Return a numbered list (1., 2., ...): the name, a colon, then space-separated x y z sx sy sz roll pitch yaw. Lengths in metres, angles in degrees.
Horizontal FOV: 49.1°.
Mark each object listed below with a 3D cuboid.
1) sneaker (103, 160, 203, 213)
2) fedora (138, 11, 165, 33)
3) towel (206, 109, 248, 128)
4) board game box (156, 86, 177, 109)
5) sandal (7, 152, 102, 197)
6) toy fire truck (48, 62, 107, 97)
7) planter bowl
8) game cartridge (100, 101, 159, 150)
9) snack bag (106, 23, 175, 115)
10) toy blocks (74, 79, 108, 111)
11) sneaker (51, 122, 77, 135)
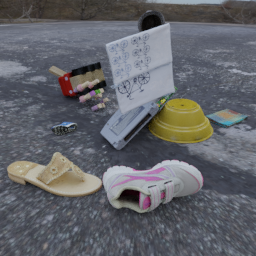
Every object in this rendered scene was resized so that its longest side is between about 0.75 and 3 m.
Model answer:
1. sneaker: 0.656 1.651 7.355 2.701 1.099 1.191 -8 28 4
2. fedora: 0.955 -4.479 11.872 1.145 1.295 0.585 -14 49 6
3. towel: 4.346 -0.470 12.387 1.630 0.177 1.196 -19 33 -33
4. board game box: 1.221 -0.884 12.009 0.317 1.414 2.699 42 35 2
5. sandal: -2.257 1.180 8.228 2.999 0.986 1.100 7 28 14
6. toy fire truck: -3.106 -2.721 15.433 2.990 1.924 2.632 -9 16 26
7. planter bowl: 2.171 -0.494 11.417 2.658 1.107 2.658 -1 27 0
8. game cartridge: 0.002 -0.294 10.601 2.175 0.452 1.448 -45 35 -4
9. snack bag: 0.511 -1.794 8.922 2.353 2.495 0.267 -25 36 -22
10. toy blocks: -1.891 -1.446 13.637 1.243 1.477 1.380 -26 5 23
11. sneaker: -2.595 0.001 11.294 1.052 0.413 0.469 -10 20 -36
